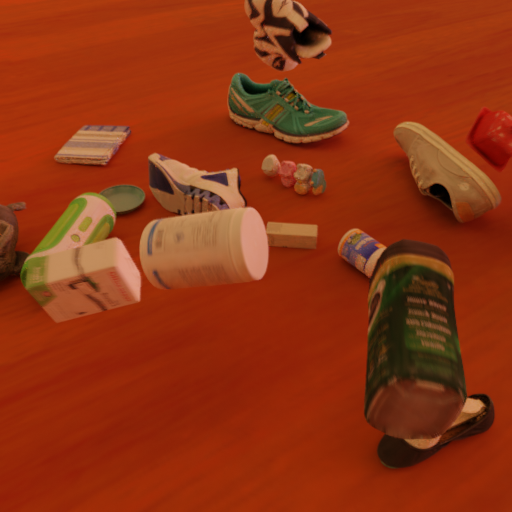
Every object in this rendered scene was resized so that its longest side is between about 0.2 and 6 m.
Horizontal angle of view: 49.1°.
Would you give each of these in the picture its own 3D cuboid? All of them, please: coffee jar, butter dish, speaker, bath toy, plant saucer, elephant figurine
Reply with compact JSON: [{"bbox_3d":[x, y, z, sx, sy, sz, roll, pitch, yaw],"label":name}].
[{"bbox_3d":[1.711,0.832,6.190,0.901,1.102,2.113,12,45,2],"label":"coffee jar"},{"bbox_3d":[3.804,-1.869,8.625,0.843,0.623,0.840,37,70,-12],"label":"butter dish"},{"bbox_3d":[-3.083,-0.194,9.375,0.914,0.914,2.067,7,40,8],"label":"speaker"},{"bbox_3d":[0.752,-1.652,11.507,1.408,0.612,0.520,25,10,31],"label":"bath toy"},{"bbox_3d":[-2.671,-1.081,11.068,0.960,0.173,0.960,0,40,0],"label":"plant saucer"},{"bbox_3d":[-4.318,-0.034,9.258,1.687,1.309,1.193,46,17,29],"label":"elephant figurine"}]

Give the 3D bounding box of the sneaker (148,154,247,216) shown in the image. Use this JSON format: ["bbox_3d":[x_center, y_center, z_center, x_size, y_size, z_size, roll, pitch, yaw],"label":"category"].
[{"bbox_3d":[-1.008,-1.297,10.891,2.196,0.887,1.268,35,46,26],"label":"sneaker"}]

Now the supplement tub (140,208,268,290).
[{"bbox_3d":[-0.628,-0.075,6.800,1.359,0.897,0.897,-5,36,21],"label":"supplement tub"}]

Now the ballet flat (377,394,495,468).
[{"bbox_3d":[2.232,2.067,6.920,1.661,0.568,0.565,-17,43,-19],"label":"ballet flat"}]

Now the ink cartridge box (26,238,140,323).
[{"bbox_3d":[-1.633,0.243,5.386,0.881,0.644,0.372,-14,51,3],"label":"ink cartridge box"}]

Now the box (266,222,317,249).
[{"bbox_3d":[0.637,-0.366,10.085,0.911,0.312,0.374,5,40,5],"label":"box"}]

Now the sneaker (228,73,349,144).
[{"bbox_3d":[0.656,-3.483,13.152,3.117,1.242,1.208,19,43,21],"label":"sneaker"}]

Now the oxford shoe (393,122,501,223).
[{"bbox_3d":[3.534,-1.738,11.249,0.933,1.215,3.231,-39,41,9],"label":"oxford shoe"}]

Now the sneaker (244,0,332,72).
[{"bbox_3d":[0.635,-3.345,8.933,0.804,2.013,1.310,-42,70,-5],"label":"sneaker"}]

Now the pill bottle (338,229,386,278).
[{"bbox_3d":[1.917,0.021,9.407,0.575,0.575,1.025,-26,45,-28],"label":"pill bottle"}]

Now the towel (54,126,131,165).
[{"bbox_3d":[-3.707,-2.562,12.856,1.267,0.205,1.724,4,38,8],"label":"towel"}]
